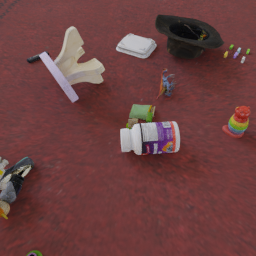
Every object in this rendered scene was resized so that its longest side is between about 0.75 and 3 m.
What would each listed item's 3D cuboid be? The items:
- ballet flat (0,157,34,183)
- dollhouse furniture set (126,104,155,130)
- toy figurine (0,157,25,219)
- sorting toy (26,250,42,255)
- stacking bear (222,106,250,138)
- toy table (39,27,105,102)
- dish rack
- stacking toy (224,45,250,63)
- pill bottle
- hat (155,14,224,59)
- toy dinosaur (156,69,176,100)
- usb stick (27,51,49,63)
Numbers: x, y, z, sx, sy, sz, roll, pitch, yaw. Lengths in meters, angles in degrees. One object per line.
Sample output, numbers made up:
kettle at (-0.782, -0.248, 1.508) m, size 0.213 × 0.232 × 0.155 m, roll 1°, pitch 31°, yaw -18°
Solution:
ballet flat at (-3.090, 1.256, 7.519) m, size 1.279 × 0.467 × 0.467 m, roll -35°, pitch 57°, yaw -29°
dollhouse furniture set at (0.426, -0.490, 8.933) m, size 0.781 × 0.598 × 1.192 m, roll 9°, pitch 49°, yaw 8°
toy figurine at (-3.555, 1.326, 6.600) m, size 1.737 × 1.765 × 1.228 m, roll 16°, pitch 60°, yaw 11°
sorting toy at (-2.082, 3.008, 6.028) m, size 0.481 × 0.329 × 0.801 m, roll 1°, pitch 48°, yaw 1°
stacking bear at (3.343, -0.239, 8.418) m, size 0.629 × 1.036 × 0.589 m, roll -19°, pitch 51°, yaw -16°
toy table at (-1.852, -2.044, 9.456) m, size 1.447 × 2.272 × 2.471 m, roll -36°, pitch 58°, yaw -7°
dish rack at (0.357, -3.530, 11.816) m, size 1.478 × 0.322 × 1.269 m, roll 21°, pitch 52°, yaw 19°
stacking toy at (4.476, -3.092, 11.471) m, size 0.790 × 0.246 × 1.047 m, roll 25°, pitch 53°, yaw 21°
pill bottle at (0.605, 0.303, 8.035) m, size 1.607 × 0.895 × 0.895 m, roll -4°, pitch 49°, yaw -3°
hat at (2.282, -3.498, 11.238) m, size 2.874 × 1.159 × 2.874 m, roll 10°, pitch 44°, yaw -10°
toy dinosaur at (1.293, -1.657, 9.958) m, size 1.144 × 0.601 × 1.038 m, roll -19°, pitch 52°, yaw -16°
usb stick at (-3.643, -2.881, 11.343) m, size 0.927 × 0.151 × 0.257 m, roll -32°, pitch 56°, yaw -24°
